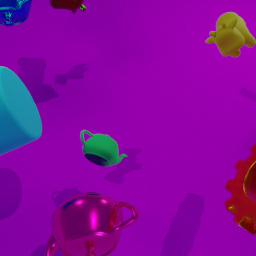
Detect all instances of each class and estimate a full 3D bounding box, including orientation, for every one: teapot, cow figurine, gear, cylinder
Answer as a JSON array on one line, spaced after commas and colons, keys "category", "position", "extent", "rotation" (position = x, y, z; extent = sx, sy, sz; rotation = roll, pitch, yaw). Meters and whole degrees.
[{"category": "teapot", "position": [-0.742, 1.831, 4.884], "extent": [2.063, 1.283, 1.010], "rotation": [-28, 39, 11]}, {"category": "cow figurine", "position": [-1.601, -3.621, 6.604], "extent": [1.714, 0.956, 1.741], "rotation": [24, 56, -16]}, {"category": "teapot", "position": [-0.504, 0.441, 5.812], "extent": [1.224, 0.761, 0.599], "rotation": [37, 59, -27]}, {"category": "gear", "position": [2.660, 0.954, 5.053], "extent": [0.379, 2.047, 2.047], "rotation": [36, 70, -12]}, {"category": "cylinder", "position": [-2.503, -0.175, 4.986], "extent": [1.399, 1.399, 1.399], "rotation": [-24, 69, 1]}, {"category": "cow figurine", "position": [1.680, -1.604, 4.675], "extent": [1.014, 0.566, 1.031], "rotation": [21, 50, -38]}, {"category": "teapot", "position": [-2.469, -2.419, 5.586], "extent": [1.660, 1.032, 0.813], "rotation": [-12, 87, 29]}]
